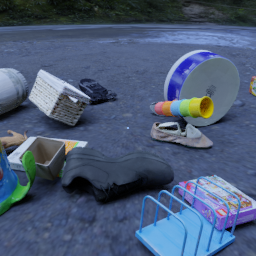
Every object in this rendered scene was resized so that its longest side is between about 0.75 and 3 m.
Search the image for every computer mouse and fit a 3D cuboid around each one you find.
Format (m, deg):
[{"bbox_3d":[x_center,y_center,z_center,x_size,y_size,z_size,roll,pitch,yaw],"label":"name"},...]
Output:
[{"bbox_3d":[-1.616,-1.663,13.093,1.461,0.556,2.109,-17,41,-31],"label":"computer mouse"}]

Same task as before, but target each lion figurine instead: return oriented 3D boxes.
[{"bbox_3d":[-3.636,0.449,8.402,1.701,0.616,1.041,-28,25,-35],"label":"lion figurine"}]

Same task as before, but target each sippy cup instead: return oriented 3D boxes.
[{"bbox_3d":[-3.552,0.815,6.190,2.595,1.902,2.038,-16,30,-30],"label":"sippy cup"}]

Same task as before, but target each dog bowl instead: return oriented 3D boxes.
[{"bbox_3d":[2.639,-1.392,10.024,2.582,2.582,1.017,-10,29,-20],"label":"dog bowl"}]

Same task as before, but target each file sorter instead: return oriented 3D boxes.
[{"bbox_3d":[1.156,1.675,5.211,1.612,0.989,1.119,-9,25,-37],"label":"file sorter"}]

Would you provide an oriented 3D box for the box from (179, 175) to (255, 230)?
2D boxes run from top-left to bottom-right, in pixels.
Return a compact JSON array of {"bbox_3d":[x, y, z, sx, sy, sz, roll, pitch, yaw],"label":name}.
[{"bbox_3d":[1.977,1.574,6.217,1.059,0.302,1.547,-7,18,-19],"label":"box"}]

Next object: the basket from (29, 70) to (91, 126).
[{"bbox_3d":[-2.556,-1.089,10.229,1.355,1.233,1.999,25,6,-47],"label":"basket"}]

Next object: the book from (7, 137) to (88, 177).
[{"bbox_3d":[-2.277,0.795,7.970,1.953,0.469,1.305,7,30,15],"label":"book"}]

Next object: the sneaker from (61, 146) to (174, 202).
[{"bbox_3d":[-0.273,1.220,6.662,2.713,1.030,1.231,1,40,6],"label":"sneaker"}]

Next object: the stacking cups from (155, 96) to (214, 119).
[{"bbox_3d":[1.594,-0.641,8.646,0.638,0.638,2.109,-18,14,-33],"label":"stacking cups"}]

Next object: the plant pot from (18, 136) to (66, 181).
[{"bbox_3d":[-2.031,0.808,6.967,0.840,0.745,0.841,9,43,18],"label":"plant pot"}]

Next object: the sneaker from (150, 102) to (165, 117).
[{"bbox_3d":[1.637,-0.761,11.240,1.533,0.571,0.667,8,15,0],"label":"sneaker"}]

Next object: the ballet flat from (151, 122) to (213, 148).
[{"bbox_3d":[1.704,0.179,8.953,2.018,0.679,0.687,7,26,15],"label":"ballet flat"}]

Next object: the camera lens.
[{"bbox_3d":[-5.234,-1.385,11.060,1.685,1.685,2.106,10,26,20],"label":"camera lens"}]

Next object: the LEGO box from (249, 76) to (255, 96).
[{"bbox_3d":[6.866,-1.702,12.705,1.606,0.832,2.156,-4,26,-8],"label":"LEGO box"}]
